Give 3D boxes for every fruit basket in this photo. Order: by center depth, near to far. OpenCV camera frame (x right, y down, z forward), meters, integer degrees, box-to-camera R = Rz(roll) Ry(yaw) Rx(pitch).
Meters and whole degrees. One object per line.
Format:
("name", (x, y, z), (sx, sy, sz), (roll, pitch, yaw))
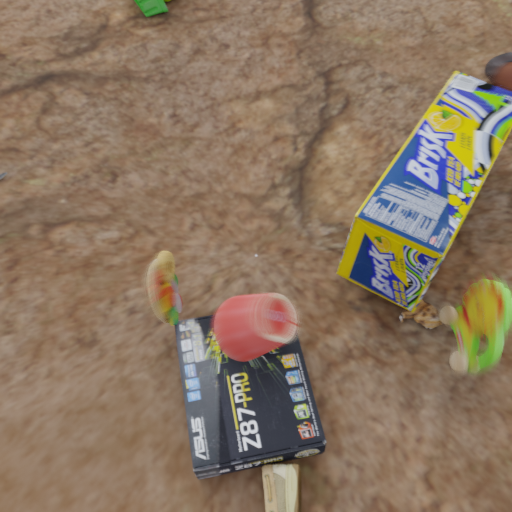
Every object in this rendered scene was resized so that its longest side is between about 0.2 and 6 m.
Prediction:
("fruit basket", (-2.630, -7.048, 14.720), (1.402, 1.012, 1.402), (-7, 64, 14))

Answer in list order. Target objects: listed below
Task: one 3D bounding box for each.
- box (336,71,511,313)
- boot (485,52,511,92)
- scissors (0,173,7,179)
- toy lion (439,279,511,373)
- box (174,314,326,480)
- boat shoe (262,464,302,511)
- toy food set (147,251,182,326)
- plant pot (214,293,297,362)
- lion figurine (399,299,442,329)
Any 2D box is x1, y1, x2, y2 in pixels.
("box", (3.256, -1.345, 10.142), (1.511, 1.646, 4.699), (29, 56, 16))
("boot", (6.646, -3.849, 12.170), (2.347, 0.854, 2.493), (-17, 50, -5))
("scissors", (-5.783, -0.990, 11.049), (2.070, 0.144, 0.757), (-29, 58, -20))
("toy lion", (3.494, 1.047, 8.702), (0.437, 1.220, 1.273), (15, 55, -26))
("box", (-0.153, 2.005, 8.710), (1.953, 0.595, 2.422), (-10, 57, -3))
("boat shoe", (0.286, 3.775, 7.520), (0.611, 0.675, 1.895), (-1, 48, 8))
("toy food set", (-1.450, 0.556, 9.038), (0.269, 1.093, 1.104), (-10, 31, 9))
("plant pot", (0.039, 0.986, 8.218), (1.020, 0.903, 1.020), (15, 65, -35))
("lion figurine", (2.709, 0.786, 9.653), (0.673, 0.398, 1.098), (-15, 59, -5))
